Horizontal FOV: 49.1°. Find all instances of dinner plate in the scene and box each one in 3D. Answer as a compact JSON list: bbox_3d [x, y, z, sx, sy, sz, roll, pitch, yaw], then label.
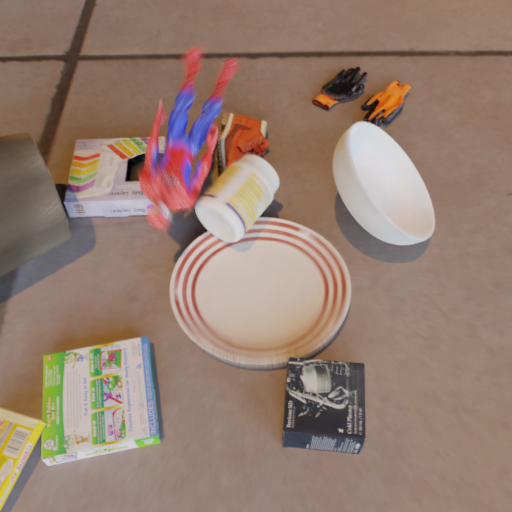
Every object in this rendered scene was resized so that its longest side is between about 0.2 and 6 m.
[{"bbox_3d":[0.068,0.557,9.738,3.110,0.377,3.110,0,50,0],"label":"dinner plate"}]

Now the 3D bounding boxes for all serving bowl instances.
[{"bbox_3d":[2.202,-1.207,10.216,2.433,0.800,2.433,26,48,-33],"label":"serving bowl"}]

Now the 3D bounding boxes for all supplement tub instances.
[{"bbox_3d":[-0.320,-1.059,10.189,1.024,1.024,1.409,29,63,20],"label":"supplement tub"}]

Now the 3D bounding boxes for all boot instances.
[{"bbox_3d":[-0.279,-2.223,11.654,1.071,0.749,1.997,8,53,-1],"label":"boot"}]

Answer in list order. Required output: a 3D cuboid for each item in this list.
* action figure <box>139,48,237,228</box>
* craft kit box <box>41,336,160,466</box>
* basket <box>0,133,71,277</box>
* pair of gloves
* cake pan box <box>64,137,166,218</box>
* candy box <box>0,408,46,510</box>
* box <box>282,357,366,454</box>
[{"bbox_3d":[-1.230,-2.020,9.595,1.120,0.885,3.424,18,71,-10],"label":"action figure"},{"bbox_3d":[-2.391,2.177,8.591,1.670,0.410,1.691,-7,54,-9],"label":"craft kit box"},{"bbox_3d":[-5.259,-0.608,9.424,3.598,2.447,3.244,-24,77,-22],"label":"basket"},{"bbox_3d":[2.478,-3.703,13.034,1.939,0.240,1.727,28,60,22],"label":"pair of gloves"},{"bbox_3d":[-2.739,-1.613,11.317,1.971,0.516,1.815,-1,56,-1],"label":"cake pan box"},{"bbox_3d":[-3.695,3.006,7.861,0.829,0.214,1.622,6,58,27],"label":"candy box"},{"bbox_3d":[1.001,2.221,8.338,1.165,0.734,1.185,3,54,5],"label":"box"}]
